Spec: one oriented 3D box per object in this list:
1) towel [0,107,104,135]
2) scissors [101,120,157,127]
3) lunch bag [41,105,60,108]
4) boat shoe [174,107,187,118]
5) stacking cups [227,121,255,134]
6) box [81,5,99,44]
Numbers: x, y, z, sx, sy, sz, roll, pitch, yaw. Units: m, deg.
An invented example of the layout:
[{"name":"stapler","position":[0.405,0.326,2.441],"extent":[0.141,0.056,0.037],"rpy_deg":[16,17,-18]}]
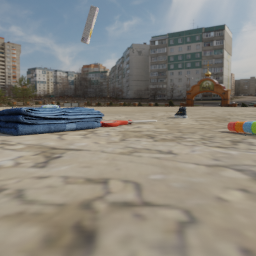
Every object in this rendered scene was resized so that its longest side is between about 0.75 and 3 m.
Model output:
[{"name":"towel","position":[-2.087,-0.261,7.682],"extent":[1.499,0.652,2.685],"rpy_deg":[3,6,40]},{"name":"scissors","position":[-0.122,-0.223,9.755],"extent":[1.000,0.190,2.733],"rpy_deg":[2,7,40]},{"name":"lunch bag","position":[-4.210,-0.967,15.319],"extent":[0.904,0.678,1.064],"rpy_deg":[-1,15,-8]},{"name":"boat shoe","position":[2.646,-0.790,13.976],"extent":[0.435,0.558,1.228],"rpy_deg":[-1,5,-12]},{"name":"stacking cups","position":[3.012,-0.045,6.890],"extent":[0.361,0.361,1.194],"rpy_deg":[-3,7,-31]},{"name":"box","position":[-1.617,-4.333,11.813],"extent":[0.320,1.544,0.299],"rpy_deg":[18,9,5]}]
